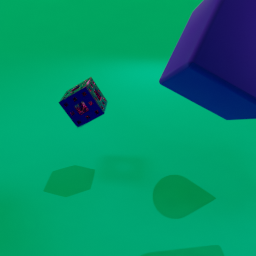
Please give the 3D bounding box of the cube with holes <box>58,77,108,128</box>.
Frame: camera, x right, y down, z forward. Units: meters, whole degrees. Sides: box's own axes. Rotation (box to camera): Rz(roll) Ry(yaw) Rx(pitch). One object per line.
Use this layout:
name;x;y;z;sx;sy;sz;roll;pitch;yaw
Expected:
cube with holes;-1.007;-0.599;6.484;0.735;0.735;0.735;-27;23;16

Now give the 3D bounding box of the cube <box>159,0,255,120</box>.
cube;1.477;-1.024;3.993;1.373;1.373;1.373;27;-4;-8
